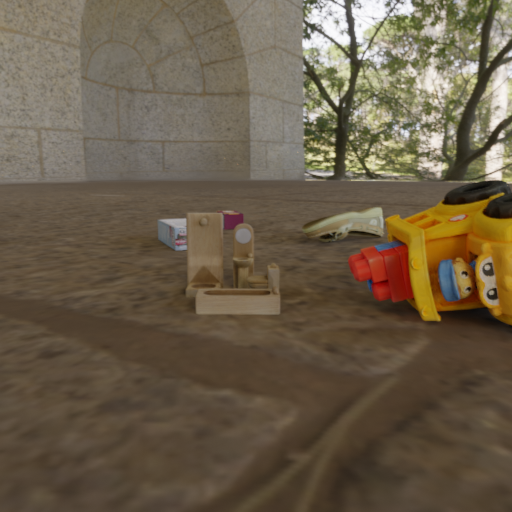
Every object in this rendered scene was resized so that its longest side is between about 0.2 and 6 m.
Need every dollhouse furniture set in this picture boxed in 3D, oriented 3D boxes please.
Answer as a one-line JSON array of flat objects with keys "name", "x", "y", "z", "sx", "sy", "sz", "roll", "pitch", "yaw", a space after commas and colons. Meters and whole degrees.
[{"name": "dollhouse furniture set", "x": -0.363, "y": 0.055, "z": 7.754, "sx": 1.365, "sy": 1.169, "sz": 1.435, "roll": 0, "pitch": 10, "yaw": 0}]

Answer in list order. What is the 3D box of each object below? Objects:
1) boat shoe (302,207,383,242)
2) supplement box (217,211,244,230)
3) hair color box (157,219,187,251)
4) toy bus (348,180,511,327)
[{"name": "boat shoe", "x": 2.140, "y": -0.639, "z": 13.324, "sx": 2.423, "sy": 0.762, "sz": 0.884, "roll": -13, "pitch": 2, "yaw": -39}, {"name": "supplement box", "x": -0.749, "y": -1.025, "z": 15.980, "sx": 0.572, "sy": 0.444, "sz": 1.037, "roll": -3, "pitch": 10, "yaw": -16}, {"name": "hair color box", "x": -1.655, "y": -0.515, "z": 12.855, "sx": 0.864, "sy": 0.529, "sz": 1.745, "roll": -4, "pitch": 10, "yaw": -21}, {"name": "toy bus", "x": 2.376, "y": 0.107, "z": 6.961, "sx": 2.265, "sy": 1.601, "sz": 2.359, "roll": -13, "pitch": 13, "yaw": 0}]
